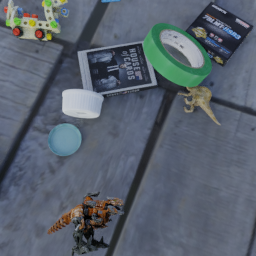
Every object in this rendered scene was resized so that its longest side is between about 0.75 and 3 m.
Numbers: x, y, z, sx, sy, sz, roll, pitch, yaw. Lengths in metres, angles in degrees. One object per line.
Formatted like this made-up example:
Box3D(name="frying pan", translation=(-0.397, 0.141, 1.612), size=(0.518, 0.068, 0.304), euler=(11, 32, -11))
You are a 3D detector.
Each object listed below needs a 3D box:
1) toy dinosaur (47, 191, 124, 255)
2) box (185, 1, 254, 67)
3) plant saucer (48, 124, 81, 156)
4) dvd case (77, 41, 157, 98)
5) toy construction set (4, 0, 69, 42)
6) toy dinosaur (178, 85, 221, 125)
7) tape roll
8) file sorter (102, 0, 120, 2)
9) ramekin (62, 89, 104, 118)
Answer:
Box3D(name="toy dinosaur", translation=(-1.260, 2.938, 8.680), size=(2.516, 1.285, 1.707), euler=(-28, 66, 32))
Box3D(name="box", translation=(3.735, -3.964, 11.692), size=(2.146, 0.533, 2.130), euler=(38, 77, 11))
Box3D(name="plant saucer", translation=(-2.354, 0.447, 10.476), size=(1.246, 0.171, 1.246), euler=(0, 73, -1))
Box3D(name="dvd case", translation=(-0.452, -2.326, 11.209), size=(2.863, 0.354, 2.152), euler=(-11, 70, -3))
Box3D(name="toy construction set", translation=(-3.855, -4.529, 11.452), size=(2.817, 1.298, 1.847), euler=(6, 96, 10))
Box3D(name="toy dinosaur", translation=(2.694, -1.078, 10.697), size=(1.186, 0.682, 2.345), euler=(-20, 74, -8))
Box3D(name="tape roll", translation=(1.865, -2.759, 10.477), size=(2.687, 0.646, 2.687), euler=(17, 49, -21))
Box3D(name="file sorter", translation=(-0.778, -5.963, 12.322), size=(0.826, 0.506, 0.573), euler=(-5, 72, -1))
Box3D(name="ramekin", translation=(-1.673, -0.843, 10.227), size=(1.500, 1.500, 0.731), euler=(5, 80, 1))
